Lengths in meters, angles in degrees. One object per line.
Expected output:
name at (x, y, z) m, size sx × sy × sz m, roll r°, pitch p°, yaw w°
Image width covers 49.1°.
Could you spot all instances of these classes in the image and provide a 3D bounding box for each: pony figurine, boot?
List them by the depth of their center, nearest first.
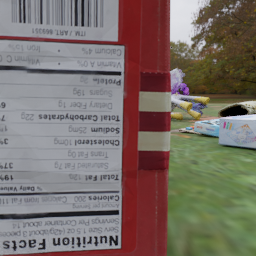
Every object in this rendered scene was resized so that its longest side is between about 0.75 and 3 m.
boot at (4.637, -0.588, 10.126) m, size 2.361 × 0.851 × 1.826 m, roll -3°, pitch 3°, yaw 35°
pony figurine at (1.982, -1.234, 12.134) m, size 2.770 × 2.307 × 2.674 m, roll 24°, pitch 29°, yaw 37°

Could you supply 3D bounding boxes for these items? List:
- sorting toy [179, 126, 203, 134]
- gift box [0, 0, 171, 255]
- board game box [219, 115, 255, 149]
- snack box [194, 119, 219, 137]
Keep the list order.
sorting toy at (1.878, 0.029, 7.556) m, size 0.697 × 0.139 × 0.943 m, roll 8°, pitch 10°, yaw 36°
gift box at (-0.650, -0.290, 2.028) m, size 1.910 × 2.070 × 1.933 m, roll 4°, pitch 4°, yaw -8°
board game box at (3.587, 0.055, 5.293) m, size 2.667 × 0.579 × 2.654 m, roll -6°, pitch 8°, yaw -43°
snack box at (2.358, -0.008, 7.046) m, size 0.832 × 0.266 × 1.431 m, roll 13°, pitch 13°, yaw 37°
